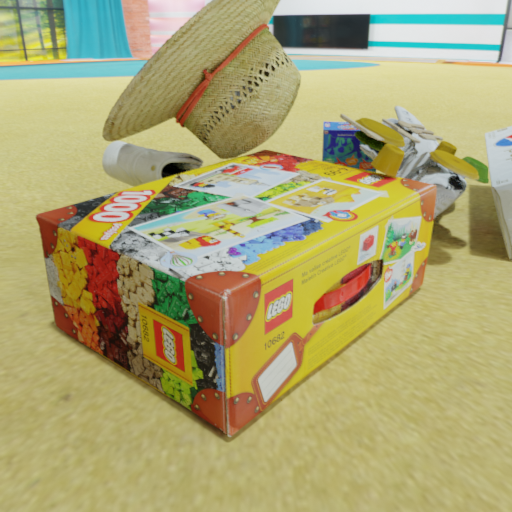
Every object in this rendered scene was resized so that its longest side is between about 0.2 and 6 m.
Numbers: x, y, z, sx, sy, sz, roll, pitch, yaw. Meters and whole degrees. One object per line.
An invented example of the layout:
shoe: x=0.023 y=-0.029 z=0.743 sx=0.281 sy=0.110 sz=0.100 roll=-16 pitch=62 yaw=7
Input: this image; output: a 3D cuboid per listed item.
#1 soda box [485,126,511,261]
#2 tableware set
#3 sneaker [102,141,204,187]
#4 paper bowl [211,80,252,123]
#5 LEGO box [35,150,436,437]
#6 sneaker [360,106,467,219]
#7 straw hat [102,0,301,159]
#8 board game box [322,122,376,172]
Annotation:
soda box: x=5.521 y=-1.532 z=11.099 sx=1.542 sy=1.441 sz=4.527 roll=-13 pitch=19 yaw=25
tableware set: x=2.690 y=-1.644 z=9.257 sx=2.843 sy=0.436 sz=1.915 roll=-9 pitch=43 yaw=-47
sneaker: x=-1.548 y=-1.576 z=11.608 sx=1.698 sy=1.083 sz=2.939 roll=18 pitch=8 yaw=28
paper bowl: x=-0.591 y=-2.646 z=9.450 sx=0.985 sy=0.985 sz=0.512 roll=7 pitch=49 yaw=15
LEGO box: x=-0.081 y=-0.014 z=7.844 sx=3.348 sy=1.735 sz=4.495 roll=19 pitch=31 yaw=36
sneaker: x=3.023 y=-1.769 z=11.206 sx=2.071 sy=1.354 sz=3.603 roll=44 pitch=29 yaw=4
straw hat: x=-0.325 y=-2.864 z=9.797 sx=4.556 sy=1.928 sz=4.556 roll=-42 pitch=8 yaw=7
board game box: x=2.150 y=-2.267 z=12.902 sx=1.277 sy=1.679 sz=0.378 roll=2 pitch=46 yaw=7
